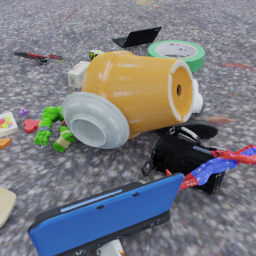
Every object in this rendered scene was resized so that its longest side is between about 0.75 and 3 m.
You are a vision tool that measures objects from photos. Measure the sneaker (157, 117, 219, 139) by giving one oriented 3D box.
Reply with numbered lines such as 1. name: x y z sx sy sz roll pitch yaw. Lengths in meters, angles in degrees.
1. sneaker: 1.773 -0.279 9.484 2.370 0.712 1.236 1 42 6

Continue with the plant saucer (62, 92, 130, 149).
1. plant saucer: -0.979 -0.031 7.603 2.039 2.039 0.512 13 48 17

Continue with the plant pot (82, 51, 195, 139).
1. plant pot: 0.470 -0.972 8.157 2.466 2.693 2.693 1 32 35

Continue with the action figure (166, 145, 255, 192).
1. action figure: 2.241 0.777 6.469 2.699 0.698 0.883 -16 -5 0

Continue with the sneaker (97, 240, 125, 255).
1. sneaker: -0.270 2.839 5.625 0.618 0.509 1.344 -20 33 -13

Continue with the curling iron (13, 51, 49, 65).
1. curling iron: -5.010 -3.667 14.309 2.483 0.317 0.615 22 43 26

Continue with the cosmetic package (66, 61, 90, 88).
1. cosmetic package: -2.108 -2.350 12.276 0.573 0.679 1.313 12 38 16

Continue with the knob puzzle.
1. knob puzzle: -3.618 2.067 6.736 2.039 0.283 2.039 0 37 0

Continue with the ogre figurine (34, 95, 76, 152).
1. ogre figurine: -1.713 -0.194 8.991 2.519 1.236 1.510 -21 52 -7

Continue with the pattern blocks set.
1. pattern blocks set: -4.557 -0.027 9.573 2.320 0.214 2.640 31 47 35

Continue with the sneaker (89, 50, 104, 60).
1. sneaker: -1.273 -3.483 13.793 0.671 0.662 1.755 -22 44 -26

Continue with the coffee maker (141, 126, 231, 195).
1. coffee maker: 1.629 1.013 7.578 1.847 1.244 1.774 22 64 28

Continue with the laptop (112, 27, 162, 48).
1. laptop: 0.444 -5.304 15.778 2.011 1.172 2.269 -17 40 -22

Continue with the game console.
1. game console: -0.576 1.517 5.844 2.815 1.666 2.403 -14 22 -19

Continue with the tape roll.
1. tape roll: 2.352 -3.566 13.896 2.765 0.665 2.765 0 37 0

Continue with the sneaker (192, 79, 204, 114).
1. sneaker: 2.326 -1.286 10.840 0.892 0.763 2.049 -4 36 3

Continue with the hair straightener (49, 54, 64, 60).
1. hair straightener: -3.647 -3.707 14.476 0.883 0.181 0.340 14 39 17
